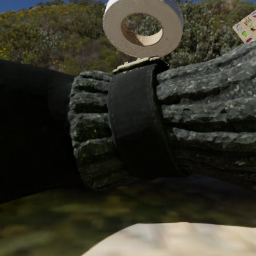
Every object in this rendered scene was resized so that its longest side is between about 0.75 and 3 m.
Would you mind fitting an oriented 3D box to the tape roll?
[{"bbox_3d":[0.528,-3.486,9.596,2.773,0.507,2.773,9,-27,5],"label":"tape roll"}]

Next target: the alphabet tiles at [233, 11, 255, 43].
[{"bbox_3d":[2.837,-1.991,5.514,1.135,0.948,0.043,-35,-14,14],"label":"alphabet tiles"}]

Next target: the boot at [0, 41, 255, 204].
[{"bbox_3d":[-0.240,0.008,1.792,2.255,1.135,3.017,4,7,30],"label":"boot"}]
